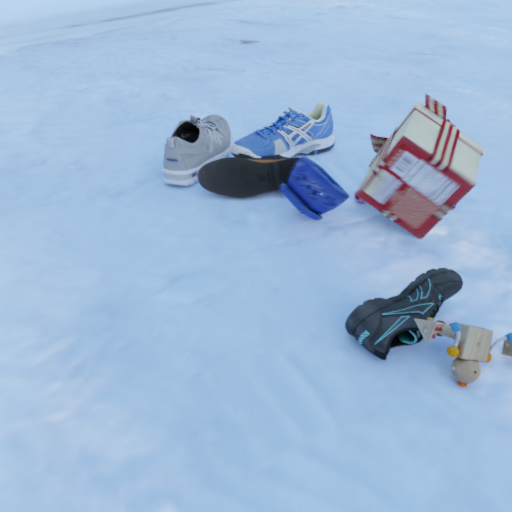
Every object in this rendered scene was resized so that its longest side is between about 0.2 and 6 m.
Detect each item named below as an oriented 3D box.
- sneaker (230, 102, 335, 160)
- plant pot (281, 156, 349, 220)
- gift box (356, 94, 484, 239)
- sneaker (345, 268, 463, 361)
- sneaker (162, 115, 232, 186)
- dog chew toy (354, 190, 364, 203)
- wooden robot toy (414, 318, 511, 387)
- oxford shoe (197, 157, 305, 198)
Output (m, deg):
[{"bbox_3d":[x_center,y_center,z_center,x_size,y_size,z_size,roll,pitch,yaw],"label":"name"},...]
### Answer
[{"bbox_3d":[0.678,-3.164,14.395,3.121,1.202,1.182,-21,38,-29],"label":"sneaker"},{"bbox_3d":[1.191,-1.358,11.794,1.019,0.916,1.018,50,16,24],"label":"plant pot"},{"bbox_3d":[3.309,-1.940,11.516,2.121,1.957,1.980,39,42,-3],"label":"gift box"},{"bbox_3d":[2.546,0.958,9.064,2.254,0.850,0.893,-24,52,-18],"label":"sneaker"},{"bbox_3d":[-1.379,-2.973,14.060,1.197,1.314,3.205,8,36,11],"label":"sneaker"},{"bbox_3d":[2.450,-1.393,12.721,0.498,0.310,0.310,-22,40,-38],"label":"dog chew toy"},{"bbox_3d":[3.149,1.485,8.354,2.009,0.912,0.885,12,-5,-22],"label":"wooden robot toy"},{"bbox_3d":[-0.060,-1.834,13.062,2.605,0.929,0.929,-2,9,-6],"label":"oxford shoe"}]
